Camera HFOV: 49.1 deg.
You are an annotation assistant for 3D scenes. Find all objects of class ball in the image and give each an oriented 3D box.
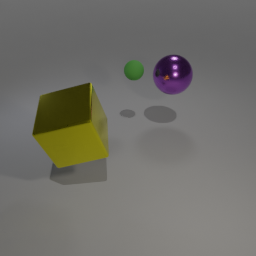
[{"bbox_3d":[0.207,-2.007,9.751,0.700,0.700,0.700,0,31,0],"label":"ball"},{"bbox_3d":[1.579,-1.879,9.907,1.400,1.400,1.400,0,31,0],"label":"ball"}]

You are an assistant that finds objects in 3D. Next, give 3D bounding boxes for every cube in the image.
[{"bbox_3d":[-1.361,-0.052,7.066,1.400,1.400,1.400,-13,47,7],"label":"cube"}]
